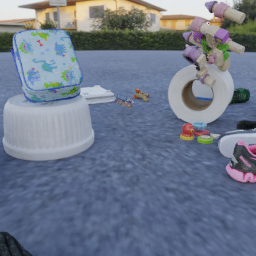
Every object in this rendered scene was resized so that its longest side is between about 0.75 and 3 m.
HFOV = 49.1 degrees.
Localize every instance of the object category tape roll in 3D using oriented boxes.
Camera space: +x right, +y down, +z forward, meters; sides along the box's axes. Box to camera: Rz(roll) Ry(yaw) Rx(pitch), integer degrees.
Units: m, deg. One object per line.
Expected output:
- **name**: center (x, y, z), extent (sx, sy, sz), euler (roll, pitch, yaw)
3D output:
- **tape roll**: center (2.601, -1.284, 9.923), extent (2.057, 2.057, 1.413), euler (9, 22, 25)

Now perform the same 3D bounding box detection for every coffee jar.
- **coffee jar**: center (4.669, -1.435, 12.540), extent (1.447, 0.617, 0.754), euler (-9, 21, -22)

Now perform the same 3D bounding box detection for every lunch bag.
- **lunch bag**: center (-2.190, -1.695, 7.541), extent (1.613, 2.007, 0.827), euler (-13, -21, -23)

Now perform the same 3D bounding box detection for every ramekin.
- **ramekin**: center (-2.241, -0.209, 7.923), extent (2.536, 1.331, 2.536), euler (0, 20, 0)

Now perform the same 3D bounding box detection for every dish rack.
- **dish rack**: center (-1.734, -1.644, 13.398), extent (1.908, 0.484, 2.223), euler (-10, 20, -24)

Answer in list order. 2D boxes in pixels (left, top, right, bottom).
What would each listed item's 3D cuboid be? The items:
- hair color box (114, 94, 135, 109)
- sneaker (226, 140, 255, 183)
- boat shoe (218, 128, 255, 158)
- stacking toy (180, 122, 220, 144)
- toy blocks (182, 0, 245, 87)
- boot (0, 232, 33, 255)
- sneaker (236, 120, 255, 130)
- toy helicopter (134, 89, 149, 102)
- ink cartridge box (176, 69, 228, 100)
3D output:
- **hair color box**: center (-0.147, -1.069, 11.154), extent (0.751, 0.227, 0.376), euler (21, -25, -10)
- **sneaker**: center (3.194, 0.671, 5.975), extent (2.034, 0.970, 0.803), euler (3, 18, 3)
- **boat shoe**: center (3.483, 0.381, 7.171), extent (2.266, 0.813, 0.768), euler (-3, 19, 14)
- **stacking toy**: center (2.206, 0.070, 8.457), extent (0.973, 0.454, 1.075), euler (16, 25, 39)
- **toy blocks**: center (2.249, -2.578, 8.607), extent (1.741, 2.069, 1.933), euler (39, -4, 30)
- **boot**: center (-1.375, 1.954, 2.126), extent (1.942, 0.977, 2.597), euler (17, 14, 25)
- **sneaker**: center (4.099, -0.062, 9.043), extent (1.051, 0.316, 0.548), euler (-3, 14, -17)
- **toy helicopter**: center (0.751, -1.479, 13.211), extent (0.704, 0.420, 1.064), euler (2, 28, -22)
- **ink cartridge box**: center (3.804, -2.372, 14.339), extent (2.066, 1.193, 2.830), euler (9, 21, 25)
